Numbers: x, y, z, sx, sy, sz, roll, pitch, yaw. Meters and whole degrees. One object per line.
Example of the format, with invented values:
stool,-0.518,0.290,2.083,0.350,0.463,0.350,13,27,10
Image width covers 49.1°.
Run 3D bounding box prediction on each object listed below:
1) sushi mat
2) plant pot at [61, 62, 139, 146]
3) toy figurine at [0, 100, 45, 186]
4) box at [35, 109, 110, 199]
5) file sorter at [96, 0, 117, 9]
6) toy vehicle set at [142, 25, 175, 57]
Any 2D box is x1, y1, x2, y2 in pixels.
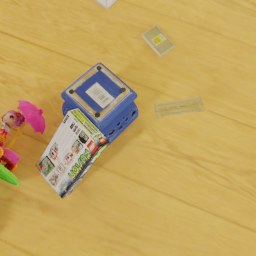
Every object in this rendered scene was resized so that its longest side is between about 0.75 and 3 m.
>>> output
sushi mat,1.509,-0.616,8.339,1.474,0.089,0.705,-8,43,7
plant pot,-0.969,-0.815,9.741,2.148,1.931,2.148,43,72,13
toy figurine,-4.186,0.196,9.829,2.893,2.172,2.663,13,56,29
box,-1.894,0.894,9.080,1.533,0.484,2.786,46,122,12
file sorter,-1.168,-6.379,11.972,1.853,1.154,1.285,41,76,12
toy vehicle set,1.254,-3.615,11.606,0.778,0.166,1.253,-35,76,-10
